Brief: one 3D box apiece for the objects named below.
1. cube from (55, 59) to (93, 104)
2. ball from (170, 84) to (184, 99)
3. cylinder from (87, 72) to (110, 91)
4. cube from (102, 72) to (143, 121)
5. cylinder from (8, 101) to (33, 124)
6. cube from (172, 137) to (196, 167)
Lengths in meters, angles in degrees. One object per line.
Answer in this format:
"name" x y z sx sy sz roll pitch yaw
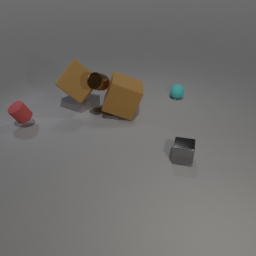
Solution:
"cube" -2.248 -2.075 12.745 1.400 1.400 1.400 38 1 -8
"ball" 2.461 -1.823 14.008 0.700 0.700 0.700 0 31 0
"cylinder" -1.206 -1.889 11.444 0.700 0.700 0.700 13 8 20
"cube" -0.230 -1.411 12.280 1.400 1.400 1.400 18 30 -9
"cylinder" -4.388 -0.636 11.410 0.700 0.700 0.700 -15 48 17
"cube" 1.916 0.805 9.633 0.700 0.700 0.700 8 32 12
